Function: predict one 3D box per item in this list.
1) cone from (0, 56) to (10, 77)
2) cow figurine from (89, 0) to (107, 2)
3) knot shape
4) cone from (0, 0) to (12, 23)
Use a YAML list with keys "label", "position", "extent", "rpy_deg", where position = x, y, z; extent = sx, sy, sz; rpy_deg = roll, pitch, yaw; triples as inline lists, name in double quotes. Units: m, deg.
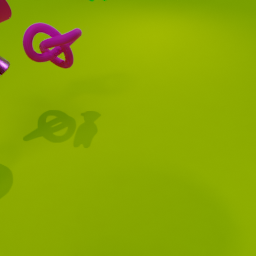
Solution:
- label: "cone"
  position: [-2.204, -1.005, 3.145]
  extent: [1.198, 1.202, 1.198]
  rpy_deg: [-15, 33, 10]
- label: "cow figurine"
  position: [-0.720, -3.685, 6.841]
  extent: [0.662, 1.207, 1.187]
  rpy_deg: [0, 72, 6]
- label: "knot shape"
  position: [-1.925, -2.102, 7.434]
  extent: [1.508, 1.411, 0.697]
  rpy_deg: [-12, 69, -10]
- label: "cone"
  position: [-3.079, -2.023, 5.242]
  extent: [1.249, 1.249, 1.253]
  rpy_deg: [17, 72, 17]
